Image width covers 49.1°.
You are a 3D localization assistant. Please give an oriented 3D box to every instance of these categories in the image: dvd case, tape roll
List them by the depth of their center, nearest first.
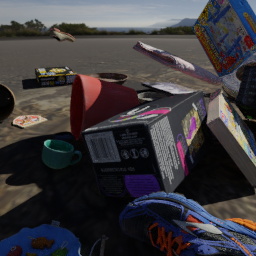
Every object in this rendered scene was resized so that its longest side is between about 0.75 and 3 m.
[{"bbox_3d":[5.850,-2.463,13.245,2.764,0.505,2.764,-17,45,17],"label":"tape roll"},{"bbox_3d":[2.176,-1.933,13.851,1.978,0.212,2.660,-5,22,-30],"label":"dvd case"}]

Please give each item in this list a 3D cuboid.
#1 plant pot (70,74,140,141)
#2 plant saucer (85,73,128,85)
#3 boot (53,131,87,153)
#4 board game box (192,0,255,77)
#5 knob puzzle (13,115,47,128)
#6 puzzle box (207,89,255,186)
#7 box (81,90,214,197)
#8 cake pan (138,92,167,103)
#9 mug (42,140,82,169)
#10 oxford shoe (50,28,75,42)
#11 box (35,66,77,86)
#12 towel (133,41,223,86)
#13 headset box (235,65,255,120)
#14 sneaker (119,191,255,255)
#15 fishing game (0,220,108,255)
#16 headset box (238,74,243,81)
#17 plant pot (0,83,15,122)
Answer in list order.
[{"bbox_3d":[-0.740,-0.569,8.736,1.823,2.060,2.060,2,20,-22],"label":"plant pot"},{"bbox_3d":[-1.308,-2.689,15.741,2.654,0.426,2.654,1,23,0],"label":"plant saucer"},{"bbox_3d":[-1.498,0.378,7.856,1.294,0.627,0.483,-12,25,-27],"label":"boot"},{"bbox_3d":[3.301,-3.207,9.407,0.628,2.246,2.199,-22,-11,-15],"label":"board game box"},{"bbox_3d":[-3.675,-0.326,10.217,1.222,0.169,1.222,0,22,0],"label":"knob puzzle"},{"bbox_3d":[2.773,0.054,7.339,0.351,1.836,2.760,-36,7,26],"label":"puzzle box"},{"bbox_3d":[0.612,0.245,6.474,1.738,1.508,2.844,-7,14,36],"label":"box"},{"bbox_3d":[1.080,-1.315,12.553,1.356,0.249,1.356,0,22,0],"label":"cake pan"},{"bbox_3d":[-1.721,0.719,7.032,0.897,0.555,0.737,23,17,24],"label":"mug"},{"bbox_3d":[-3.051,-4.174,12.980,1.258,0.464,0.445,12,-10,-38],"label":"oxford shoe"},{"bbox_3d":[-4.265,-3.064,16.395,2.084,0.644,2.610,-10,24,-19],"label":"box"},{"bbox_3d":[1.542,-2.017,8.690,2.237,0.361,2.136,8,23,-39],"label":"towel"},{"bbox_3d":[4.938,-0.894,8.869,2.802,1.300,2.440,14,-1,30],"label":"headset box"},{"bbox_3d":[0.979,1.720,4.192,2.566,0.967,1.006,8,28,25],"label":"sneaker"},{"bbox_3d":[-1.427,1.988,4.308,2.165,0.337,1.550,1,25,1],"label":"fishing game"},{"bbox_3d":[7.101,-2.632,14.756,2.039,1.029,2.744,3,22,8],"label":"headset box"},{"bbox_3d":[-4.931,-1.072,10.637,1.454,1.454,1.561,-5,14,-11],"label":"plant pot"}]
